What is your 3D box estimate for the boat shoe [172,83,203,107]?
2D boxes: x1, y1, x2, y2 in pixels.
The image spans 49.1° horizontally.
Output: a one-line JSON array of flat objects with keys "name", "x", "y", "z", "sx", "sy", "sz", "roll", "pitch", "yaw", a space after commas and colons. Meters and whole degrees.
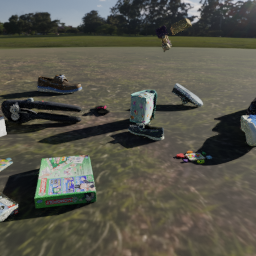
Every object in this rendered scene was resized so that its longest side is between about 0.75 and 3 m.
[{"name": "boat shoe", "x": 2.556, "y": -1.321, "z": 12.299, "sx": 1.599, "sy": 0.546, "sz": 0.590, "roll": 41, "pitch": 27, "yaw": 26}]

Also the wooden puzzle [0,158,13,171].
[{"name": "wooden puzzle", "x": -3.224, "y": 0.914, "z": 6.879, "sx": 0.515, "sy": 0.061, "sz": 0.869, "roll": 6, "pitch": 21, "yaw": 15}]

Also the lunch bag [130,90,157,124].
[{"name": "lunch bag", "x": 0.629, "y": -0.799, "z": 10.147, "sx": 0.749, "sy": 1.046, "sz": 1.228, "roll": 16, "pitch": 25, "yaw": 27}]

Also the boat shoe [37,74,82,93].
[{"name": "boat shoe", "x": -3.597, "y": -2.307, "z": 14.532, "sx": 2.418, "sy": 0.875, "sz": 0.873, "roll": 2, "pitch": 20, "yaw": 6}]

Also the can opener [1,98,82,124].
[{"name": "can opener", "x": -3.027, "y": -0.616, "z": 9.871, "sx": 2.825, "sy": 0.896, "sz": 1.111, "roll": 0, "pitch": 19, "yaw": 2}]

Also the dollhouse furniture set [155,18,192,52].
[{"name": "dollhouse furniture set", "x": 1.968, "y": -3.516, "z": 11.099, "sx": 1.361, "sy": 0.966, "sz": 1.079, "roll": -23, "pitch": 58, "yaw": 14}]

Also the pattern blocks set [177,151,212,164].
[{"name": "pattern blocks set", "x": 1.751, "y": 0.750, "z": 7.331, "sx": 0.782, "sy": 0.063, "sz": 0.687, "roll": -10, "pitch": 22, "yaw": -26}]

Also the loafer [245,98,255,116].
[{"name": "loafer", "x": 5.115, "y": -0.918, "z": 10.624, "sx": 1.069, "sy": 0.937, "sz": 2.974, "roll": 10, "pitch": 22, "yaw": 26}]

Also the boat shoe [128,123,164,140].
[{"name": "boat shoe", "x": 0.549, "y": 0.043, "z": 8.772, "sx": 1.297, "sy": 0.401, "sz": 0.486, "roll": 18, "pitch": 26, "yaw": 40}]

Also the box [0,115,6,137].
[{"name": "box", "x": -4.585, "y": -0.094, "z": 8.809, "sx": 1.295, "sy": 0.631, "sz": 0.806, "roll": 14, "pitch": 24, "yaw": 33}]

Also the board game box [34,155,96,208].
[{"name": "board game box", "x": -1.353, "y": 1.089, "z": 6.120, "sx": 1.157, "sy": 0.250, "sz": 1.719, "roll": -4, "pitch": 20, "yaw": -11}]

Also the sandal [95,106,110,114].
[{"name": "sandal", "x": -1.064, "y": -0.797, "z": 11.289, "sx": 0.436, "sy": 0.261, "sz": 1.160, "roll": -8, "pitch": 22, "yaw": -21}]

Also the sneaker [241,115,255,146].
[{"name": "sneaker", "x": 4.055, "y": 0.010, "z": 8.369, "sx": 1.063, "sy": 0.734, "sz": 1.911, "roll": -4, "pitch": 12, "yaw": 15}]

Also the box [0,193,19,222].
[{"name": "box", "x": -2.612, "y": 1.457, "z": 5.173, "sx": 1.018, "sy": 0.203, "sz": 0.697, "roll": 16, "pitch": 25, "yaw": 37}]
